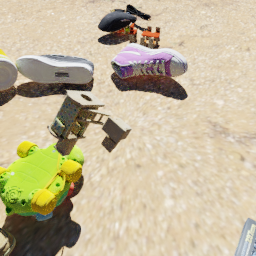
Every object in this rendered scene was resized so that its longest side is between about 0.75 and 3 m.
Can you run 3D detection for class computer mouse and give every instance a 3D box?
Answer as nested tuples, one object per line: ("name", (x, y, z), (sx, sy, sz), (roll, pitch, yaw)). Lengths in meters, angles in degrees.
("computer mouse", (-0.461, -5.627, 13.874), (2.909, 0.670, 2.043), (-26, 48, -26))

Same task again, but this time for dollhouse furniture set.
("dollhouse furniture set", (-0.817, 0.221, 4.965), (1.181, 1.336, 0.743), (41, 22, 21))
("dollhouse furniture set", (0.763, -4.343, 12.913), (1.407, 0.733, 1.423), (12, 43, 13))

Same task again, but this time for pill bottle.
("pill bottle", (-5.017, -2.383, 10.351), (1.202, 1.202, 2.165), (-25, 48, -26))

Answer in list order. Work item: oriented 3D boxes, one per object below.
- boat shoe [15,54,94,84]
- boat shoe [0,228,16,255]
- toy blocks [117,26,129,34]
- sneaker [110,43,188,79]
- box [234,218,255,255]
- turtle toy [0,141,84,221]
("boat shoe", (-2.669, -2.321, 10.451), (2.831, 1.016, 0.960), (3, 42, 0))
("boat shoe", (-3.361, 2.084, 5.704), (2.210, 0.695, 0.806), (15, 44, 16))
("toy blocks", (-0.464, -4.877, 13.800), (0.992, 0.360, 0.827), (-21, 45, -22))
("sneaker", (0.642, -2.214, 10.409), (2.917, 1.057, 1.663), (20, 48, 35))
("box", (2.653, 2.561, 5.436), (1.057, 0.342, 1.340), (22, 47, 21))
("turtle toy", (-1.866, 1.118, 6.420), (1.713, 1.188, 2.351), (21, 45, 21))
